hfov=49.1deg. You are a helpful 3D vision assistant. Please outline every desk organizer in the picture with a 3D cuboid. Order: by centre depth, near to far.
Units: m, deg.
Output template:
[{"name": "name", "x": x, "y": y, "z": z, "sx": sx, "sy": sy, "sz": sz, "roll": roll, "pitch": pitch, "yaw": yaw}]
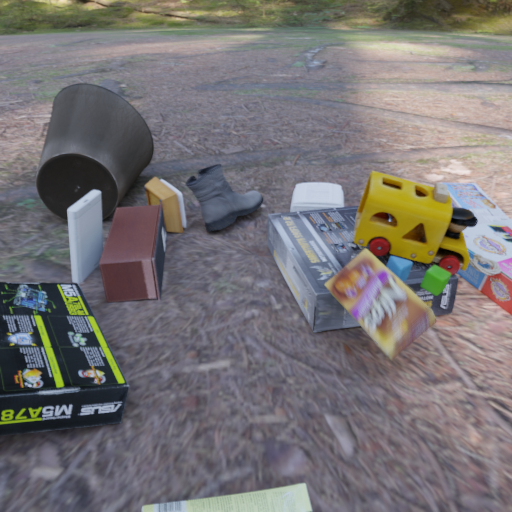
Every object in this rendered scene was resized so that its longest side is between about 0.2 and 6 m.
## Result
[{"name": "desk organizer", "x": -2.273, "y": -0.120, "z": 10.657, "sx": 0.944, "sy": 0.879, "sz": 2.452, "roll": -5, "pitch": 29, "yaw": -4}]

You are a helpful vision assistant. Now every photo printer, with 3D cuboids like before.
[{"name": "photo printer", "x": 1.451, "y": -1.309, "z": 13.216, "sx": 1.216, "sy": 0.508, "sz": 1.462, "roll": 2, "pitch": 28, "yaw": 6}]

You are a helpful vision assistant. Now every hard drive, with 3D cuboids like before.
[{"name": "hard drive", "x": -3.153, "y": -0.360, "z": 10.422, "sx": 0.197, "sy": 1.479, "sz": 0.976, "roll": 12, "pitch": 30, "yaw": 8}]

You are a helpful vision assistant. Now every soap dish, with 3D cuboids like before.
[{"name": "soap dish", "x": -2.026, "y": -1.113, "z": 12.398, "sx": 0.490, "sy": 0.948, "sz": 1.206, "roll": -20, "pitch": 34, "yaw": -25}]

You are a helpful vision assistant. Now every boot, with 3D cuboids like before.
[{"name": "boot", "x": -0.632, "y": -1.472, "z": 12.512, "sx": 0.698, "sy": 1.316, "sz": 1.999, "roll": -11, "pitch": 17, "yaw": 36}]

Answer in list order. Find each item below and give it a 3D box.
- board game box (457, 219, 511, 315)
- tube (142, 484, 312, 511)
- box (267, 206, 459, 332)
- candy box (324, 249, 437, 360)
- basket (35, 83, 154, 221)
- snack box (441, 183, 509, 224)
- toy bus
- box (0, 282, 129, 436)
[{"name": "board game box", "x": 5.352, "y": 0.020, "z": 10.637, "sx": 3.015, "sy": 0.608, "sz": 2.307, "roll": -9, "pitch": 30, "yaw": -16}, {"name": "tube", "x": -0.278, "y": 2.763, "z": 5.813, "sx": 1.793, "sy": 0.520, "sz": 0.465, "roll": -3, "pitch": -16, "yaw": -10}, {"name": "box", "x": 1.772, "y": 0.074, "z": 10.363, "sx": 2.511, "sy": 0.766, "sz": 3.170, "roll": -7, "pitch": 29, "yaw": -12}, {"name": "candy box", "x": 1.749, "y": 0.659, "z": 7.991, "sx": 0.838, "sy": 0.405, "sz": 1.436, "roll": -41, "pitch": 53, "yaw": 1}, {"name": "basket", "x": -3.931, "y": -2.350, "z": 13.359, "sx": 2.155, "sy": 2.857, "sz": 3.168, "roll": -38, "pitch": 28, "yaw": 22}, {"name": "snack box", "x": 5.089, "y": -1.136, "z": 13.102, "sx": 0.921, "sy": 0.312, "sz": 2.563, "roll": 0, "pitch": 28, "yaw": 0}, {"name": "toy bus", "x": 2.788, "y": -0.598, "z": 9.273, "sx": 2.372, "sy": 1.226, "sz": 2.238, "roll": -13, "pitch": 41, "yaw": -33}, {"name": "box", "x": -3.525, "y": 1.241, "z": 7.549, "sx": 2.851, "sy": 0.701, "sz": 2.953, "roll": 5, "pitch": 22, "yaw": -34}]
